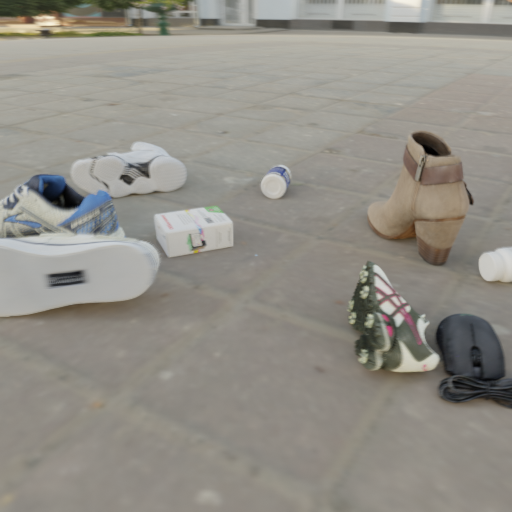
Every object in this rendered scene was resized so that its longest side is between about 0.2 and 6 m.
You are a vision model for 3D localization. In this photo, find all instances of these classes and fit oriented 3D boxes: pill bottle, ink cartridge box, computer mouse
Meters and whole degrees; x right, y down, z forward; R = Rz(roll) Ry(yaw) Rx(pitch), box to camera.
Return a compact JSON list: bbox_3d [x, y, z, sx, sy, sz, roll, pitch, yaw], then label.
[{"bbox_3d":[3.823,0.122,8.318,0.883,0.500,0.500,-5,27,-10],"label":"pill bottle"},{"bbox_3d":[-1.060,-0.425,9.445,1.144,0.480,0.828,-10,28,-20],"label":"ink cartridge box"},{"bbox_3d":[2.549,1.083,6.486,1.083,0.412,1.564,1,26,5],"label":"computer mouse"},{"bbox_3d":[0.446,-1.588,11.751,0.522,0.522,0.940,6,27,12],"label":"pill bottle"}]

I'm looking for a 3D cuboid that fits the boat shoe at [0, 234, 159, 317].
[{"bbox_3d":[-2.774,0.150,7.720,2.915,1.034,1.018,-5,12,2],"label":"boat shoe"}]

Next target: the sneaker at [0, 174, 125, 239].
[{"bbox_3d":[-3.548,-0.774,9.188,3.067,1.306,1.182,8,28,15],"label":"sneaker"}]

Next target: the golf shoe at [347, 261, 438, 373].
[{"bbox_3d":[1.634,0.779,6.974,0.837,0.734,1.901,14,32,-6],"label":"golf shoe"}]

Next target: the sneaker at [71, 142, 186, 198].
[{"bbox_3d":[-2.748,-1.852,11.941,2.322,0.873,1.335,-4,26,-20],"label":"sneaker"}]

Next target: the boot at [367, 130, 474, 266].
[{"bbox_3d":[2.595,-1.099,9.185,0.909,1.893,2.589,-13,28,-15],"label":"boot"}]
